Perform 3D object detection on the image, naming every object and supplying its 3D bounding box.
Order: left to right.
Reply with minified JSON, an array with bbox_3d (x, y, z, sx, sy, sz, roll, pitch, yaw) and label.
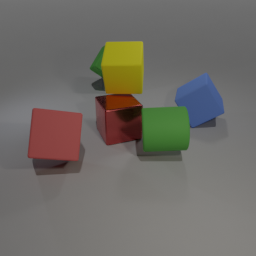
[{"bbox_3d":[-2.228,0.225,8.523,1.400,1.400,1.400,6,-4,-17],"label":"cube"},{"bbox_3d":[-0.936,-3.312,14.453,1.400,1.400,1.400,31,-5,-19],"label":"cube"},{"bbox_3d":[-0.356,-0.387,10.472,1.400,1.400,1.400,-10,30,-18],"label":"cube"},{"bbox_3d":[-0.146,-2.239,10.461,1.400,1.400,1.400,1,51,5],"label":"cube"},{"bbox_3d":[1.153,0.036,8.918,1.400,1.400,1.400,-2,29,3],"label":"cylinder"},{"bbox_3d":[2.878,-1.124,11.279,1.400,1.400,1.400,-28,18,26],"label":"cube"}]
